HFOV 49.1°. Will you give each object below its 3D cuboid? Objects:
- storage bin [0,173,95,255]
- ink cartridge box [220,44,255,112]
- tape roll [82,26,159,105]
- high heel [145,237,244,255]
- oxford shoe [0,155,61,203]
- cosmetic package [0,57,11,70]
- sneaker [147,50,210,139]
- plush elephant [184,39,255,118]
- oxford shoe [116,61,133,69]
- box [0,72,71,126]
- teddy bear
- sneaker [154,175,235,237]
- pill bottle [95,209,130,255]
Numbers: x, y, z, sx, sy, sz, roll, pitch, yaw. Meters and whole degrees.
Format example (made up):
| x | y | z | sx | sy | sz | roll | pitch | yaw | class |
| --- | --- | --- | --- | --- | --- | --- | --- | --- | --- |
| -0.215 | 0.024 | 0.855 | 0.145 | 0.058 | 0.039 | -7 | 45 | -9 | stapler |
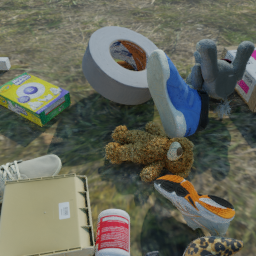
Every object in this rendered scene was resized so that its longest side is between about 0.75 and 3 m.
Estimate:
| x | y | z | sx | sy | sz | roll | pitch | yaw | class |
| --- | --- | --- | --- | --- | --- | --- | --- | --- | --- |
| -1.820 | 2.126 | 6.319 | 1.945 | 0.918 | 1.959 | -4 | 43 | -11 | storage bin |
| 5.231 | -2.044 | 10.632 | 2.420 | 1.103 | 2.938 | -8 | 45 | -10 | ink cartridge box |
| -0.108 | -2.309 | 10.185 | 2.989 | 0.987 | 2.989 | 13 | 54 | -18 | tape roll |
| 1.435 | 3.025 | 5.474 | 2.124 | 0.758 | 1.514 | -16 | 38 | 5 | high heel |
| -3.112 | 1.321 | 7.317 | 2.812 | 0.812 | 1.057 | -19 | 44 | -22 | oxford shoe |
| -5.467 | -2.710 | 11.810 | 0.849 | 0.457 | 0.360 | 2 | 42 | 0 | cosmetic package |
| 1.696 | -1.167 | 9.031 | 1.609 | 1.110 | 2.892 | -11 | 78 | -27 | sneaker |
| 2.816 | -1.865 | 9.827 | 2.187 | 2.655 | 2.056 | -13 | 25 | -21 | plush elephant |
| 0.112 | -2.779 | 11.884 | 1.329 | 0.474 | 0.474 | 1 | 45 | 3 | oxford shoe |
| -3.530 | -1.164 | 10.072 | 2.620 | 0.634 | 1.537 | 23 | 48 | 24 | box |
| 0.605 | 0.590 | 8.052 | 2.571 | 0.858 | 1.864 | 25 | 52 | 25 | teddy bear |
| 1.417 | 1.895 | 6.659 | 0.784 | 0.952 | 2.070 | -18 | 32 | -41 | sneaker |
| -0.327 | 2.519 | 6.077 | 0.745 | 0.745 | 1.327 | 0 | 43 | 0 | pill bottle |
